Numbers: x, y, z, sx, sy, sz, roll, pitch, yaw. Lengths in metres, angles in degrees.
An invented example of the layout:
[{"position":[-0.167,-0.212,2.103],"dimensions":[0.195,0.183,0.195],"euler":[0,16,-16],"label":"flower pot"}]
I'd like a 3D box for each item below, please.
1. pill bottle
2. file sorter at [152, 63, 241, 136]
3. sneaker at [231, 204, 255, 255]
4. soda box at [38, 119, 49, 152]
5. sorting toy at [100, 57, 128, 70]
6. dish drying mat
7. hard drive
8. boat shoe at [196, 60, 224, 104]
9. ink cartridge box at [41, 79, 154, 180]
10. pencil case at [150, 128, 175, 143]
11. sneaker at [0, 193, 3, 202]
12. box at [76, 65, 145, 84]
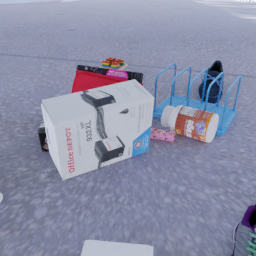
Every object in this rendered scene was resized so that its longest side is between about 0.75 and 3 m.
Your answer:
[{"position":[2.044,-0.201,9.403],"dimensions":[1.747,0.980,0.980],"euler":[17,35,27],"label":"pill bottle"},{"position":[2.535,-1.201,10.373],"dimensions":[2.758,1.692,1.914],"euler":[19,37,27],"label":"file sorter"},{"position":[2.297,2.355,5.186],"dimensions":[0.830,0.976,2.230],"euler":[9,32,14],"label":"sneaker"},{"position":[-2.401,-0.193,9.593],"dimensions":[0.852,0.762,2.407],"euler":[-2,31,-4],"label":"soda box"},{"position":[-0.785,-3.541,15.442],"dimensions":[1.183,0.414,1.190],"euler":[14,33,21],"label":"sorting toy"},{"position":[-0.714,-1.280,9.266],"dimensions":[2.318,0.890,0.211],"euler":[13,5,8],"label":"dish drying mat"},{"position":[-0.301,2.979,4.834],"dimensions":[1.407,0.270,2.132],"euler":[3,31,5],"label":"hard drive"},{"position":[3.655,-2.109,12.365],"dimensions":[1.208,0.985,2.871],"euler":[9,40,8],"label":"boat shoe"},{"position":[-0.793,0.010,7.910],"dimensions":[2.793,2.026,1.169],"euler":[-17,43,-23],"label":"ink cartridge box"},{"position":[1.072,0.222,9.265],"dimensions":[0.967,0.400,0.418],"euler":[10,55,14],"label":"pencil case"},{"position":[-3.555,1.837,6.684],"dimensions":[0.705,0.388,0.963],"euler":[6,35,28],"label":"sneaker"},{"position":[-0.648,-1.323,10.117],"dimensions":[2.315,1.529,1.328],"euler":[9,6,6],"label":"box"}]
